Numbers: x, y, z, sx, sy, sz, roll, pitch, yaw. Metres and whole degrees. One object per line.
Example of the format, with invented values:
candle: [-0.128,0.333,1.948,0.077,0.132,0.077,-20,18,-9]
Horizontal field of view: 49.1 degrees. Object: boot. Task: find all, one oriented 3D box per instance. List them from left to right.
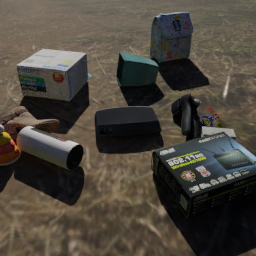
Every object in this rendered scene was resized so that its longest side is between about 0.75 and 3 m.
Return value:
boot: [-3.317,-0.225,9.233,1.849,0.649,1.352,-21,50,-16]

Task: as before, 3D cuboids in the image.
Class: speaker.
speaker: [-2.254,0.569,8.097,1.930,0.784,0.784,17,37,25]

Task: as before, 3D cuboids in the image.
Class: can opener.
can opener: [2.120,-0.358,9.717,0.818,1.015,2.581,34,31,-19]

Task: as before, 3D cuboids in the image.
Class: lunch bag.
lunch bag: [2.346,-4.945,15.137,2.014,2.376,1.510,-14,35,-22]

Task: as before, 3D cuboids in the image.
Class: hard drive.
hard drive: [-0.055,-0.265,9.611,2.183,0.462,1.473,-4,29,-6]

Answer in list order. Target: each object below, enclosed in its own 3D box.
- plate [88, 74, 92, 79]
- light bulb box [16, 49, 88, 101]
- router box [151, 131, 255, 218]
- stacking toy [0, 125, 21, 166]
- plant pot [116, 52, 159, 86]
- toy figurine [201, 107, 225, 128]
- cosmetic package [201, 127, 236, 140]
plate: [-2.158,-2.519,13.487,0.807,0.103,0.807,1,33,-1]
light bulb box: [-3.119,-2.324,11.983,2.202,1.386,2.222,8,35,12]
router box: [2.080,1.085,7.305,2.419,0.752,1.813,-13,35,-20]
stacking toy: [-3.588,0.413,7.977,0.844,1.155,0.844,0,34,0]
plant pot: [0.451,-2.626,12.707,1.695,1.198,1.198,1,32,-14]
toy figurine: [2.853,-0.203,9.704,0.946,0.567,0.499,55,35,2]
cosmetic package: [2.850,0.279,8.860,0.986,0.445,0.527,2,29,7]
